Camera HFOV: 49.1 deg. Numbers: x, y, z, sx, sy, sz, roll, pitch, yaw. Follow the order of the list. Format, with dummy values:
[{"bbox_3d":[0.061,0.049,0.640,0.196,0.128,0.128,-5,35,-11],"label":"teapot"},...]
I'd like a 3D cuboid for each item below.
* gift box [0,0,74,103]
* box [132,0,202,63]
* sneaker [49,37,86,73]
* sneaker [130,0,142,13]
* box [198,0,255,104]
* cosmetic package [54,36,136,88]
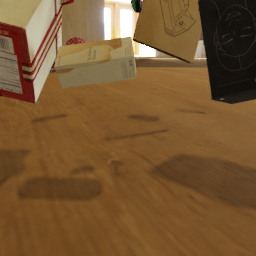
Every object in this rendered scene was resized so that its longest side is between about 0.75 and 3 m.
[{"bbox_3d":[-2.356,-2.153,5.461,2.208,2.393,2.235,15,53,-8],"label":"gift box"},{"bbox_3d":[1.319,-3.322,7.866,2.022,2.473,0.263,14,1,-25],"label":"box"},{"bbox_3d":[-2.128,-2.558,9.741,1.780,0.718,0.665,-41,7,-30],"label":"sneaker"},{"bbox_3d":[0.254,-2.876,5.745,0.420,0.959,0.357,-17,14,-28],"label":"sneaker"},{"bbox_3d":[2.660,-1.692,5.382,2.103,2.067,1.303,-10,-7,38],"label":"box"},{"bbox_3d":[-0.558,-1.186,5.033,1.369,0.487,0.720,-8,47,3],"label":"cosmetic package"}]
